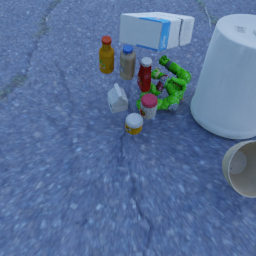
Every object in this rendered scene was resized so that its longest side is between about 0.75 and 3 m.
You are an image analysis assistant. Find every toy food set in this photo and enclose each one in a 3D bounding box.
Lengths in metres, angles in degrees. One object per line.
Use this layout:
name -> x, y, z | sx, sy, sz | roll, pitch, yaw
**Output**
toy food set -> 0.048, -1.297, 7.813 | 1.309, 1.234, 2.743 | -13, 60, -10

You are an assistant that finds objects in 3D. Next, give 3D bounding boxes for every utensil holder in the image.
utensil holder -> 3.177, -1.424, 7.815 | 2.299, 2.705, 2.299 | 3, 44, -3

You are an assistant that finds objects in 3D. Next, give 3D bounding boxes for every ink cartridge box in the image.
ink cartridge box -> 0.904, -3.003, 8.556 | 1.446, 0.835, 1.994 | 23, 33, 31

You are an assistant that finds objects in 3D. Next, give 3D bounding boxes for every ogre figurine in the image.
ogre figurine -> 1.221, -1.317, 8.958 | 1.271, 1.040, 2.120 | 22, 49, 18

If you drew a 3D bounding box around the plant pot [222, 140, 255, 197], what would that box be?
plant pot -> 2.705, 0.873, 6.499 | 1.255, 1.255, 0.842 | -8, 5, -8
